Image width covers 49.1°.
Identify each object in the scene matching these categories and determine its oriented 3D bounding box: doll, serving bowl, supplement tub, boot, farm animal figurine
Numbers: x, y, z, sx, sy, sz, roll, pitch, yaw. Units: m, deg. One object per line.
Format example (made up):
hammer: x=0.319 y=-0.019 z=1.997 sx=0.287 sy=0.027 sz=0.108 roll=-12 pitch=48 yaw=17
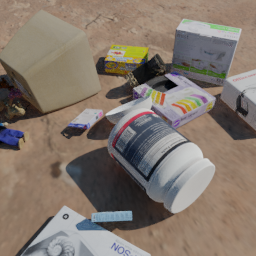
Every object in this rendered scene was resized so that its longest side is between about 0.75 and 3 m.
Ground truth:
doll: x=-4.636 y=0.293 z=10.171 sx=1.859 sy=0.450 sz=1.268 roll=11 pitch=45 yaw=10
serving bowl: x=0.105 y=-0.583 z=10.538 sx=1.847 sy=0.608 sz=1.847 roll=-22 pitch=10 yaw=4
supplement tub: x=0.919 y=0.902 z=8.451 sx=2.009 sy=2.009 sz=2.863 roll=-29 pitch=52 yaw=-26
boot: x=0.836 y=-2.404 z=12.378 sx=1.717 sy=2.281 sz=0.835 roll=-33 pitch=89 yaw=10
farm animal figurine: x=-5.010 y=-0.918 z=11.100 sx=1.931 sy=1.018 sz=1.953 roll=-31 pitch=59 yaw=-12

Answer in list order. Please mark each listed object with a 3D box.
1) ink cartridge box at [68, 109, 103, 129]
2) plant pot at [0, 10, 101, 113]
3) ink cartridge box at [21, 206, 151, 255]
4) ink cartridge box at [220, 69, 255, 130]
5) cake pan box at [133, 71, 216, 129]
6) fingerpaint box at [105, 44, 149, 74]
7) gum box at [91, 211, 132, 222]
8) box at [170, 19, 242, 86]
ink cartridge box: x=-1.616 y=-0.312 z=10.698 sx=0.776 sy=0.273 sz=1.301 roll=6 pitch=34 yaw=29
plant pot: x=-3.274 y=-2.432 z=11.352 sx=2.995 sy=2.998 sz=2.655 roll=35 pitch=64 yaw=30
ink cartridge box: x=-1.321 y=3.653 z=6.692 sx=2.849 sy=0.579 sz=2.854 roll=21 pitch=49 yaw=20
ink cartridge box: x=5.262 y=-1.085 z=11.110 sx=1.850 sy=1.067 sz=2.550 roll=-18 pitch=47 yaw=-17
cake pan box: x=1.823 y=-1.223 z=11.558 sx=2.403 sy=0.682 sz=2.609 roll=-23 pitch=49 yaw=-25
fingerpaint box: x=-0.027 y=-3.316 z=13.625 sx=1.901 sy=0.697 sz=1.586 roll=6 pitch=44 yaw=7
gum box: x=-0.410 y=2.372 z=7.517 sx=1.038 sy=0.882 sz=0.231 roll=-2 pitch=75 yaw=-1
box: x=3.393 y=-3.381 z=12.563 sx=2.592 sy=2.287 sz=1.253 roll=17 pitch=47 yaw=17
